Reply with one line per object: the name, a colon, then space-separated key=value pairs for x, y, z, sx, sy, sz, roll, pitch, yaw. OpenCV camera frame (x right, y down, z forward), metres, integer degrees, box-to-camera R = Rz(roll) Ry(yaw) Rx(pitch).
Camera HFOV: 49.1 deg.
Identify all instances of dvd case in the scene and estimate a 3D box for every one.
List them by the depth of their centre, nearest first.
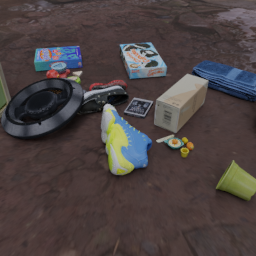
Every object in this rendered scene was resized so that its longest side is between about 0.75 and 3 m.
dvd case: x=0.378 y=-0.696 z=9.609 sx=0.737 sy=0.121 sz=0.981 roll=13 pitch=39 yaw=17

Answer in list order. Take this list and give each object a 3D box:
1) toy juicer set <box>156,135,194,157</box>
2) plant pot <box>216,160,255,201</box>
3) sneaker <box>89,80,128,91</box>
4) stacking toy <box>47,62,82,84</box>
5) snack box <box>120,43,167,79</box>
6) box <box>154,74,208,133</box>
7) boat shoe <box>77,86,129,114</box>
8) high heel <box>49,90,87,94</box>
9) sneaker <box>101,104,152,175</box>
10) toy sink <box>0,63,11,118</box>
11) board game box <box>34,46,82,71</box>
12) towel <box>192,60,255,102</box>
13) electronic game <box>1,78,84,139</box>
toy juicer set: x=1.417 y=0.386 z=8.093 sx=1.045 sy=0.284 sz=0.665 roll=30 pitch=47 yaw=33
plant pot: x=2.623 y=1.294 z=6.621 sx=0.746 sy=0.812 sz=0.812 roll=30 pitch=46 yaw=18
sneaker: x=-0.667 y=-1.369 z=10.162 sx=1.419 sy=0.501 sz=0.693 roll=-9 pitch=38 yaw=-8
stacking toy: x=-2.525 y=-2.201 z=11.135 sx=1.312 sy=0.612 sz=1.449 roll=1 pitch=38 yaw=1
snack box: x=0.584 y=-2.998 z=12.249 sx=1.534 sy=0.490 sz=2.640 roll=-7 pitch=39 yaw=-8
box: x=1.755 y=-0.856 z=9.120 sx=0.819 sy=1.001 sz=2.108 roll=24 pitch=45 yaw=27
boat shoe: x=-0.858 y=-0.919 z=9.449 sx=2.043 sy=0.701 sz=0.578 roll=-25 pitch=45 yaw=-31
high heel: x=-2.187 y=-1.085 z=9.714 sx=1.566 sy=0.559 sz=1.116 roll=4 pitch=31 yaw=-9
sneaker: x=-0.054 y=0.277 z=7.825 sx=1.234 sy=0.890 sz=2.350 roll=-1 pitch=50 yaw=-15
toy sink: x=-4.997 y=-0.736 z=8.190 sx=1.669 sy=1.942 sz=2.979 roll=8 pitch=38 yaw=10
board game box: x=-3.074 y=-3.107 z=12.424 sx=1.974 sy=0.444 sz=1.501 roll=-8 pitch=39 yaw=-10
towel: x=3.861 y=-1.916 z=10.740 sx=2.667 sy=0.647 sz=1.489 roll=26 pitch=44 yaw=30
electronic game: x=-2.730 y=-0.714 z=8.978 sx=2.744 sy=0.571 sz=2.744 roll=-9 pitch=46 yaw=9
